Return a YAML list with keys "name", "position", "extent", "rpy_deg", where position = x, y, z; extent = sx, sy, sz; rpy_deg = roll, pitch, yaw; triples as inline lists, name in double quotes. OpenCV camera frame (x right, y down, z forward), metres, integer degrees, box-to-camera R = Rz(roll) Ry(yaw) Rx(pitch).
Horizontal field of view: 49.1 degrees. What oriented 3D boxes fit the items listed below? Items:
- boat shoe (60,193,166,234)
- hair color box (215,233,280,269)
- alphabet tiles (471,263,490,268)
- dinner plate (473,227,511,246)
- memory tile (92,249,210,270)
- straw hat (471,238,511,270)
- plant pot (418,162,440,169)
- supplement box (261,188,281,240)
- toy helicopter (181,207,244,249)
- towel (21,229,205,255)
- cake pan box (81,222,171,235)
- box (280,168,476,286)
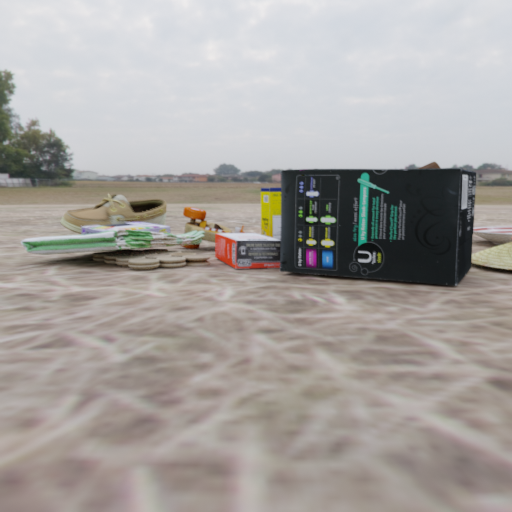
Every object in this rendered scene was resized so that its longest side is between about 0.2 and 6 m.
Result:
- name: "boat shoe"
  position: [-3.246, -1.006, 13.091]
  extent: [0.992, 0.890, 2.680]
  rpy_deg: [33, 25, 34]
- name: "hair color box"
  position: [-0.148, -0.094, 8.501]
  extent: [0.709, 0.428, 1.398]
  rpy_deg: [0, 6, -15]
- name: "alphabet tiles"
  position: [4.311, 0.098, 8.463]
  extent: [2.086, 0.066, 1.736]
  rpy_deg: [-4, 8, -35]
- name: "dinner plate"
  position: [5.887, -0.380, 11.343]
  extent: [3.022, 0.366, 3.022]
  rpy_deg: [1, 7, 0]
- name: "memory tile"
  position: [-1.620, 0.043, 8.604]
  extent: [1.317, 0.144, 1.718]
  rpy_deg: [-5, 8, -38]
- name: "straw hat"
  position: [4.368, -0.428, 8.030]
  extent: [2.587, 1.095, 2.587]
  rpy_deg: [0, 8, 0]
- name: "plant pot"
  position: [3.546, -1.140, 13.362]
  extent: [1.861, 1.740, 1.740]
  rpy_deg: [-16, 5, 8]
- name: "supplement box"
  position: [0.486, -0.856, 11.851]
  extent: [0.640, 1.176, 0.644]
  rpy_deg: [-2, 7, -16]
- name: "toy helicopter"
  position: [-0.596, -0.320, 10.348]
  extent: [1.233, 0.736, 1.865]
  rpy_deg: [7, 13, -31]
- name: "towel"
  position: [-2.222, -0.233, 9.124]
  extent: [1.912, 0.293, 2.506]
  rpy_deg: [-4, 1, 25]
- name: "cake pan box"
  position: [-2.686, -0.433, 11.486]
  extent: [1.367, 0.388, 1.485]
  rpy_deg: [-6, 10, -36]
- name: "box"
  position: [1.628, -0.461, 7.433]
  extent: [2.241, 1.393, 1.664]
  rpy_deg: [3, 7, 27]
